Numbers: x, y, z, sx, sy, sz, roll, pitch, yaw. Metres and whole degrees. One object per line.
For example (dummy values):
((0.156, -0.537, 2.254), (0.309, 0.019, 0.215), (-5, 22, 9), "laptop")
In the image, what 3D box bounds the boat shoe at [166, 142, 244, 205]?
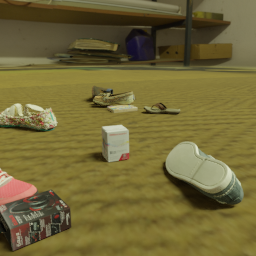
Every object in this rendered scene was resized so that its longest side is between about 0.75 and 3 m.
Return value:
((1.699, 1.039, 6.624), (0.818, 0.964, 2.648), (41, -3, -17), "boat shoe")

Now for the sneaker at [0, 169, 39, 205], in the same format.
((-2.945, 1.056, 5.682), (2.335, 1.013, 0.861), (5, 17, 16), "sneaker")

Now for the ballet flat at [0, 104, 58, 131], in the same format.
((-4.139, -0.507, 11.240), (2.942, 0.940, 1.113), (5, 19, 17), "ballet flat")

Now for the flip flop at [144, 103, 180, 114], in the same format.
((1.659, -0.978, 13.631), (1.764, 0.508, 0.715), (4, 17, 13), "flip flop")

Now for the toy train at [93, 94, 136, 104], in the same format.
((-0.736, -1.681, 15.887), (2.526, 0.431, 0.578), (-5, -21, -16), "toy train")

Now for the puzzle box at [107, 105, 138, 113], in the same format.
((-0.287, -0.992, 14.299), (1.336, 0.170, 0.889), (-8, 17, -25), "puzzle box")

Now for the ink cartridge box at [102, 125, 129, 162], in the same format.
((-0.371, 0.423, 8.072), (0.652, 0.897, 0.649), (-6, 17, -19), "ink cartridge box")

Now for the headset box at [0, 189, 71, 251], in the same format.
((-1.699, 1.580, 4.910), (1.143, 0.429, 0.850), (-12, 20, -35), "headset box")

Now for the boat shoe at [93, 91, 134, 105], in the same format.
((-0.787, -1.644, 14.962), (2.171, 0.680, 0.796), (-1, 23, 1), "boat shoe")

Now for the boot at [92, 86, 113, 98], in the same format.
((-1.565, -2.191, 17.220), (1.127, 0.869, 2.325), (-1, 14, 3), "boot")
